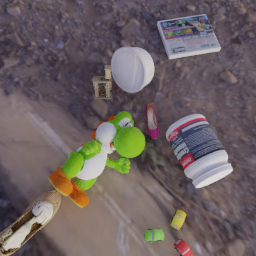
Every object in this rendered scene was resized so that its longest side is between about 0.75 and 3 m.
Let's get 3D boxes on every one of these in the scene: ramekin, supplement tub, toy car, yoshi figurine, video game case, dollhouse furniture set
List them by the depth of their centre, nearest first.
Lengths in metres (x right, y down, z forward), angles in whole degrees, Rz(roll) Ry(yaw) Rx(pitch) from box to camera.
[{"bbox_3d":[1.003,2.702,7.089,1.170,0.277,1.244,-2,61,-4],"label":"toy car"},{"bbox_3d":[-0.592,0.777,7.374,1.552,1.558,2.772,42,76,-4],"label":"yoshi figurine"},{"bbox_3d":[1.893,0.602,7.563,1.208,1.208,1.722,-20,65,-10],"label":"supplement tub"},{"bbox_3d":[-0.822,-1.590,8.726,0.585,1.052,0.931,-1,40,-2],"label":"dollhouse furniture set"},{"bbox_3d":[0.191,-1.878,8.858,0.671,1.441,1.441,-27,64,-41],"label":"ramekin"},{"bbox_3d":[2.184,-3.363,10.232,1.902,0.219,1.733,-10,64,-4],"label":"video game case"}]

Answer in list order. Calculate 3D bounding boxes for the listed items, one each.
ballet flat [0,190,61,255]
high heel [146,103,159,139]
[{"bbox_3d":[-2.403,2.383,6.960,2.049,0.669,0.722,-45,108,-25],"label":"ballet flat"},{"bbox_3d":[0.728,-0.215,8.467,0.360,0.512,1.068,-5,64,8],"label":"high heel"}]
